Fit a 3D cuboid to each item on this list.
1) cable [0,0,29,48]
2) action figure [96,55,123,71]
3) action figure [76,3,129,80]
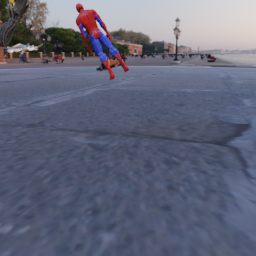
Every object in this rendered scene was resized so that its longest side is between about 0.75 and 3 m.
[{"bbox_3d":[-3.700,-3.544,8.828,0.628,2.494,1.211,18,-18,-10],"label":"cable"},{"bbox_3d":[-0.607,-2.535,10.587,1.179,0.617,1.140,-21,23,-29],"label":"action figure"},{"bbox_3d":[-0.623,-1.859,5.882,0.569,1.739,0.450,-30,0,-1],"label":"action figure"}]
